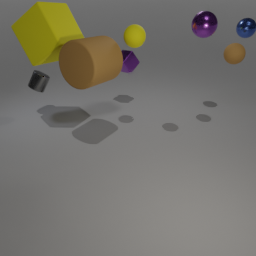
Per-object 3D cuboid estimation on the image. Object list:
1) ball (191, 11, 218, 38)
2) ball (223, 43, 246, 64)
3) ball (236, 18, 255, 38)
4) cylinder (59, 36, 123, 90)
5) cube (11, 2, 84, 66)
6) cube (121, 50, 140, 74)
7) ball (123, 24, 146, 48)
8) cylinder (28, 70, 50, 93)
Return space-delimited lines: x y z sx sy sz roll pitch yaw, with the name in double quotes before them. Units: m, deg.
"ball" 2.093 -2.830 7.668 0.700 0.700 0.700 0 29 0
"ball" 3.594 -2.508 9.456 0.700 0.700 0.700 0 29 0
"ball" 4.312 -3.641 10.209 0.700 0.700 0.700 0 29 0
"cylinder" -1.093 -1.991 8.419 1.400 1.400 1.400 17 29 28
"cube" -2.516 -3.013 9.002 1.400 1.400 1.400 -23 8 32
"cube" -0.059 -2.918 12.324 0.700 0.700 0.700 23 71 46
"ball" 0.207 -2.873 8.769 0.700 0.700 0.700 0 29 0
"cylinder" -3.718 -1.945 11.692 0.700 0.700 0.700 27 14 -7
